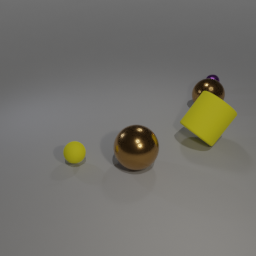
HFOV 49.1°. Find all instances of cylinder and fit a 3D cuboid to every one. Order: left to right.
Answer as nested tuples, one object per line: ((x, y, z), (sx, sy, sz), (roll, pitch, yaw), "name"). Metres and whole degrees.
((2.769, -0.329, 9.713), (1.400, 1.400, 1.400), (36, 7, -5), "cylinder")

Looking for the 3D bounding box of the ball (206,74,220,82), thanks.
((4.130, -2.271, 13.728), (0.700, 0.700, 0.700), (0, 30, 0), "ball")

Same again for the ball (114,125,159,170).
((0.255, 0.594, 8.613), (1.400, 1.400, 1.400), (0, 30, 0), "ball")

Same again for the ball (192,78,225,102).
((3.513, -1.468, 12.281), (1.400, 1.400, 1.400), (0, 30, 0), "ball")

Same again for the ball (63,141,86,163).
((-1.682, 0.767, 8.828), (0.700, 0.700, 0.700), (0, 30, 0), "ball")
